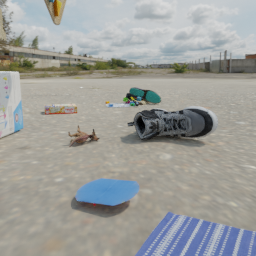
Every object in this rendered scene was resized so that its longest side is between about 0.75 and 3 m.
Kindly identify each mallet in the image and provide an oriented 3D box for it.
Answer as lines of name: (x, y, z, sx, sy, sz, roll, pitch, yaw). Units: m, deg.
mallet: (0.206, -1.376, 13.603, 0.422, 0.264, 1.281, 19, 21, -19)

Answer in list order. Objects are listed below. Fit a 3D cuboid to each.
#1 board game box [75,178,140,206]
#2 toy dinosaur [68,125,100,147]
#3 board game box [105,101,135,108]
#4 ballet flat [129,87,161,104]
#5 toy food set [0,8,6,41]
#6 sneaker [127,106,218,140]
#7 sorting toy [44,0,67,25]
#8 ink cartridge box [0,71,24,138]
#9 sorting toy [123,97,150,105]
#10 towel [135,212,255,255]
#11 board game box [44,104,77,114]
board game box: (-0.278, 0.944, 3.893, 0.889, 0.173, 0.702, 0, 15, 25)
toy dinosaur: (-1.084, 0.221, 6.826, 0.587, 0.372, 0.866, 11, 20, 18)
board game box: (-0.412, -1.178, 13.713, 1.310, 0.169, 1.310, -3, 12, -12)
ballet flat: (0.933, -1.703, 14.447, 1.742, 0.626, 0.626, 20, 17, 13)
toy food set: (-4.813, -3.682, 8.808, 0.429, 1.476, 2.139, -18, -11, 34)
sneaker: (1.029, -0.070, 7.104, 2.238, 0.844, 1.273, 4, 12, 44)
sorting toy: (-1.668, -3.568, 6.764, 0.253, 1.718, 1.270, 8, -16, 7)
ink cartridge box: (-4.087, -0.521, 6.978, 1.677, 1.721, 2.678, 2, 13, 7)
sorting toy: (0.480, -1.523, 14.544, 1.171, 0.283, 2.080, 17, 17, 21)
towel: (0.989, 1.290, 2.292, 1.932, 0.230, 1.399, 5, 15, 28)
board game box: (-2.806, -0.803, 11.646, 1.286, 0.298, 0.974, -4, 13, -16)
